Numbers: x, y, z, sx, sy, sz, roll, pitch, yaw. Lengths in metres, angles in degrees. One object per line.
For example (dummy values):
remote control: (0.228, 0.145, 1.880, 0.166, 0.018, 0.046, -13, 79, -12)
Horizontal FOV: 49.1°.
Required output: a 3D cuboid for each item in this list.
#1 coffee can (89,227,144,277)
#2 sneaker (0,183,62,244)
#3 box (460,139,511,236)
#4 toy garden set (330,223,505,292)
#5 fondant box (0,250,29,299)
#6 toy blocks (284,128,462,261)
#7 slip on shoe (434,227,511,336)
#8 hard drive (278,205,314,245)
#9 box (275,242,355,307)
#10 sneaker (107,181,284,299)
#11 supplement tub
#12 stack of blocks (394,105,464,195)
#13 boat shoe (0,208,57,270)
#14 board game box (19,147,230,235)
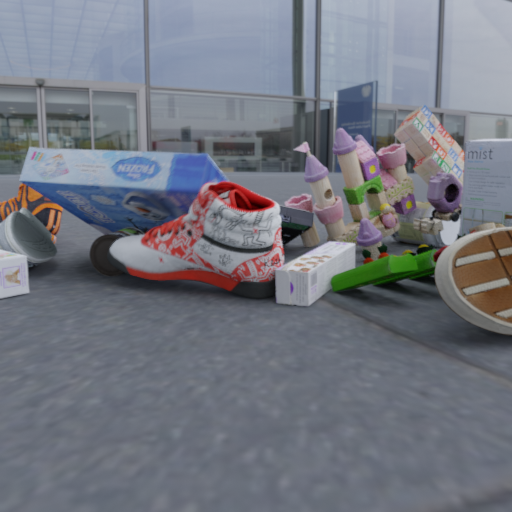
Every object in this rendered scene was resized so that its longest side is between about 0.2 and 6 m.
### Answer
coffee can: (-2.199, -0.080, 9.115, 0.669, 0.669, 0.914, 2, 10, 9)
sneaker: (-4.995, -0.995, 11.655, 2.375, 1.330, 0.921, 8, -13, 15)
box: (4.398, -0.702, 8.439, 1.167, 2.131, 2.415, -7, 12, -31)
toy garden set: (2.688, -0.149, 7.543, 2.694, 0.538, 2.246, -6, -11, -32)
fondant box: (-4.239, 0.309, 7.319, 1.410, 0.569, 1.955, 9, 15, 39)
toy blocks: (2.049, -1.444, 10.505, 2.420, 2.180, 2.590, -29, 24, -22)
slip on shoe: (3.188, 0.265, 6.400, 3.128, 1.189, 0.948, -8, -12, -26)
hard drive: (0.283, -0.618, 10.786, 1.183, 0.320, 1.693, 10, -12, -12)
box: (0.922, 0.208, 8.102, 0.462, 0.495, 2.389, 5, 13, 24)
sneaker: (-0.874, -0.363, 7.683, 2.643, 1.416, 0.882, 11, 28, 19)
supplement tub: (3.457, -0.669, 11.591, 0.896, 0.896, 1.236, -9, 15, -41)
stack of blocks: (3.545, -2.023, 11.174, 0.502, 1.713, 0.986, -29, 19, 51)
boat shoe: (-4.072, -0.221, 9.597, 0.842, 0.968, 2.626, -43, 24, -7)
board game box: (-1.700, -0.816, 9.301, 2.972, 0.648, 2.986, 6, -15, 18)
